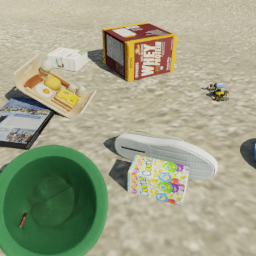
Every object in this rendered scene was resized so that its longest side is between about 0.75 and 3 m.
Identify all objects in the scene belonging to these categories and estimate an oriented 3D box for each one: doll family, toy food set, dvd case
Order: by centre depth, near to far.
[{"bbox_3d":[-3.405,-0.238,8.841,1.792,0.220,2.512,6,35,7],"label":"dvd case"},{"bbox_3d":[-2.347,-1.470,9.433,2.418,0.730,1.735,30,35,-9],"label":"toy food set"},{"bbox_3d":[3.354,-1.341,10.300,0.619,0.420,1.071,0,30,8],"label":"doll family"}]

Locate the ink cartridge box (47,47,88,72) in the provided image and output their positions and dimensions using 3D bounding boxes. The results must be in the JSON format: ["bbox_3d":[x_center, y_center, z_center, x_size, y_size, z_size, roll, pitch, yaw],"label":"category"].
[{"bbox_3d":[-2.703,-3.096,12.591,1.456,0.611,1.054,13,37,18],"label":"ink cartridge box"}]

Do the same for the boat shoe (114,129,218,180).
[{"bbox_3d":[0.956,0.512,7.136,2.715,0.977,0.842,16,36,26],"label":"boat shoe"}]

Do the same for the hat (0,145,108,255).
[{"bbox_3d":[-1.683,1.644,6.151,2.126,2.259,2.567,4,65,-14],"label":"hat"}]

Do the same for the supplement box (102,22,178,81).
[{"bbox_3d":[0.450,-3.392,12.163,2.342,1.577,2.375,-17,38,-23],"label":"supplement box"}]

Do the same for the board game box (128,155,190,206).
[{"bbox_3d":[0.692,1.177,6.419,1.274,0.656,0.668,11,36,15],"label":"board game box"}]

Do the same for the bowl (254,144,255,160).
[{"bbox_3d":[4.146,0.783,7.278,1.660,0.326,1.660,0,35,0],"label":"bowl"}]
